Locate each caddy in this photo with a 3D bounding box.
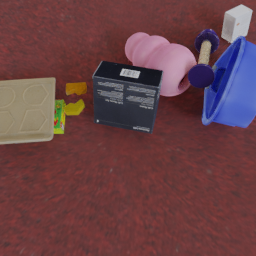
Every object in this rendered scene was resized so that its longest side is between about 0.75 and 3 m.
[{"bbox_3d":[2.875,-1.217,7.840,1.369,1.843,2.607,20,93,2],"label":"caddy"}]

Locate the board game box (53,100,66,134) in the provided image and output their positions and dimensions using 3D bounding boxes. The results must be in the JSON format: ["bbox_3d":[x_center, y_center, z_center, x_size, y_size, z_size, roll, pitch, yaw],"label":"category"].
[{"bbox_3d":[-2.861,-0.341,8.399,1.865,0.444,0.947,0,69,0],"label":"board game box"}]

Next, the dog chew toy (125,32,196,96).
[{"bbox_3d":[0.864,-2.077,8.545,1.547,1.547,2.484,-39,62,-13],"label":"dog chew toy"}]

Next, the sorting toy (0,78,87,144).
[{"bbox_3d":[-2.656,-0.529,8.037,2.947,0.395,2.196,-4,62,-2],"label":"sorting toy"}]

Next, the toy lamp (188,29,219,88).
[{"bbox_3d":[2.333,-2.241,8.441,0.807,0.807,2.774,15,43,6],"label":"toy lamp"}]

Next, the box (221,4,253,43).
[{"bbox_3d":[3.573,-3.428,9.242,0.712,0.935,0.497,-28,53,-13],"label":"box"}]

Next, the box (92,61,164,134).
[{"bbox_3d":[-0.024,-0.840,7.760,1.743,1.587,0.908,11,41,7],"label":"box"}]
